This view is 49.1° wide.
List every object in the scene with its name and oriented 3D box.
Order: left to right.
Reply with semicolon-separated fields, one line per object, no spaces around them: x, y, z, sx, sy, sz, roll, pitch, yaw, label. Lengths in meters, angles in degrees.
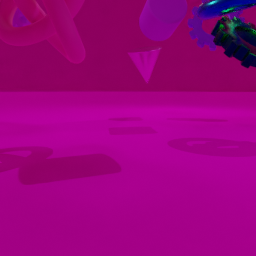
-3.180;-3.371;7.039;1.978;1.978;0.366;6;34;36;gear
-1.417;-2.211;4.727;2.089;1.955;0.965;32;40;10;knot shape
0.659;-2.276;10.411;1.269;1.274;1.269;-6;22;3;cone
0.955;-3.177;7.865;1.092;1.092;1.092;-2;-7;-11;cylinder
3.228;-3.886;10.332;1.955;1.955;0.362;3;-1;21;gear
2.334;-2.659;5.917;1.751;0.350;1.751;-14;16;4;ring
2.391;-1.675;5.547;1.491;0.276;1.491;12;46;-13;gear
